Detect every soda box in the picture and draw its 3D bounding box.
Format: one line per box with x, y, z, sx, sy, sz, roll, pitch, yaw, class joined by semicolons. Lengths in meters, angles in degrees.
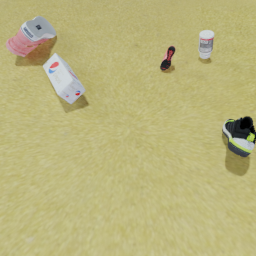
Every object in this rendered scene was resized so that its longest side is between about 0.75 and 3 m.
-2.062;-1.602;8.876;0.648;0.605;1.901;-43;47;7;soda box

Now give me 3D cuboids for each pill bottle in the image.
2.805;-2.991;10.093;0.511;0.922;0.511;-5;48;5;pill bottle

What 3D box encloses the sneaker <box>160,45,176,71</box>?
1.412;-2.449;9.823;0.343;0.931;0.404;23;25;-4;sneaker

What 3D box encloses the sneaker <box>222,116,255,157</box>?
2.970;0.054;7.178;0.699;0.807;1.949;23;24;1;sneaker

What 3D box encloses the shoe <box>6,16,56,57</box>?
-3.686;-3.503;10.707;1.171;0.920;2.575;-33;18;17;shoe
